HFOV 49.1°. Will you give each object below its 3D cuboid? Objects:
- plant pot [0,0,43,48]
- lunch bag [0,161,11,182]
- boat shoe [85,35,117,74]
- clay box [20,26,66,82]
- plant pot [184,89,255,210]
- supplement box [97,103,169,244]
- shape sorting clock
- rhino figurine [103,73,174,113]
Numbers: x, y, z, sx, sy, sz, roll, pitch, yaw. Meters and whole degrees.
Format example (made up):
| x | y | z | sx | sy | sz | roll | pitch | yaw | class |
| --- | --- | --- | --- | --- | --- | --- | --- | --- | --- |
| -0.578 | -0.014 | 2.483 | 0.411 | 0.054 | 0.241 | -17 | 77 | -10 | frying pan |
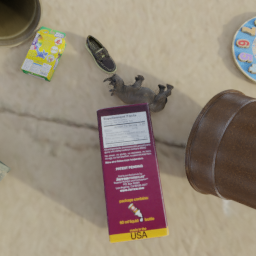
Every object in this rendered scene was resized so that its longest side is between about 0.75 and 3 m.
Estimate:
| x | y | z | sx | sy | sz | roll | pitch | yaw | class |
| --- | --- | --- | --- | --- | --- | --- | --- | --- | --- |
| -3.760 | -3.719 | 7.896 | 2.165 | 2.165 | 1.879 | -30 | 62 | -7 | plant pot |
| -4.902 | 0.997 | 6.717 | 2.980 | 1.752 | 2.444 | 31 | 76 | 16 | lunch bag |
| -0.822 | -2.153 | 8.189 | 0.485 | 0.429 | 1.325 | -40 | 79 | -9 | boat shoe |
| -2.426 | -2.196 | 8.238 | 0.856 | 0.355 | 1.490 | 19 | 76 | 5 | clay box |
| 3.000 | 0.697 | 5.766 | 2.583 | 2.609 | 2.609 | 24 | 72 | 49 | plant pot |
| 0.058 | 1.075 | 6.670 | 1.245 | 1.604 | 2.907 | -7 | 72 | -2 | supplement box |
| 4.303 | -2.311 | 8.208 | 2.424 | 0.476 | 2.424 | 0 | 75 | 0 | shape sorting clock |
| 0.215 | -1.030 | 7.809 | 1.955 | 0.585 | 0.855 | 18 | 86 | 6 | rhino figurine |
